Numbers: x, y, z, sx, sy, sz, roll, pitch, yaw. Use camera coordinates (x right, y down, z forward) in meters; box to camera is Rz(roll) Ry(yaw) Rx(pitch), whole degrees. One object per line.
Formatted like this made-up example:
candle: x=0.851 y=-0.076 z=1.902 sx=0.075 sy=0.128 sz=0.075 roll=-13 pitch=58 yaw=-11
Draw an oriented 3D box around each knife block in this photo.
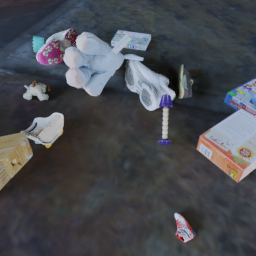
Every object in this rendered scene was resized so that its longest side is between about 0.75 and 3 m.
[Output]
knife block: x=-4.688 y=0.982 z=8.298 sx=2.496 sy=0.910 sz=2.844 roll=21 pitch=49 yaw=18

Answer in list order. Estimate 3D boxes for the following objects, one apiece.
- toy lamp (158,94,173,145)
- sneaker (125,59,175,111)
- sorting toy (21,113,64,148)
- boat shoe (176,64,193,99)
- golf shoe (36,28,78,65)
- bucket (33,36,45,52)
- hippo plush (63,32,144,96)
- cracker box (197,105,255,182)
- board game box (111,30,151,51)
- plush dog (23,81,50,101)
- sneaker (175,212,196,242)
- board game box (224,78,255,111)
toy lamp: x=1.237 y=-0.276 z=9.181 sx=0.479 sy=0.479 sz=1.646 roll=1 pitch=82 yaw=1
sneaker: x=0.864 y=-1.835 z=11.182 sx=1.414 sy=1.109 sz=2.846 roll=-13 pitch=54 yaw=-24
sorting toy: x=-2.963 y=0.041 z=9.498 sx=1.175 sy=0.697 sz=1.305 roll=15 pitch=46 yaw=25
boat shoe: x=2.327 y=-1.859 z=11.385 sx=0.622 sy=0.676 sz=1.891 roll=11 pitch=48 yaw=0
golf shoe: x=-3.453 y=-3.761 z=13.161 sx=1.263 sy=1.039 sz=2.759 roll=8 pitch=41 yaw=29
bucket: x=-4.266 y=-4.015 z=13.440 sx=0.510 sy=0.784 sz=0.784 roll=1 pitch=44 yaw=-12
hippo plush: x=-1.470 y=-2.979 z=11.221 sx=2.888 sy=2.300 sz=2.322 roll=-41 pitch=39 yaw=0
cracker box: x=3.711 y=0.404 z=9.024 sx=2.498 sy=0.720 sz=1.673 roll=-29 pitch=52 yaw=-24
board game box: x=0.170 y=-4.449 z=14.170 sx=1.757 sy=0.301 sz=1.181 roll=12 pitch=47 yaw=11
plush dog: x=-3.576 y=-1.545 z=11.064 sx=0.992 sy=0.796 sz=0.852 roll=2 pitch=22 yaw=2
sneaker: x=1.348 y=2.554 z=7.208 sx=0.410 sy=0.255 sz=0.765 roll=-23 pitch=52 yaw=-25
board game box: x=5.321 y=-0.751 z=10.340 sx=1.908 sy=0.486 sz=2.819 roll=-27 pitch=51 yaw=-25
